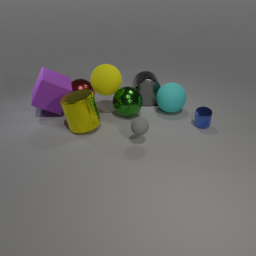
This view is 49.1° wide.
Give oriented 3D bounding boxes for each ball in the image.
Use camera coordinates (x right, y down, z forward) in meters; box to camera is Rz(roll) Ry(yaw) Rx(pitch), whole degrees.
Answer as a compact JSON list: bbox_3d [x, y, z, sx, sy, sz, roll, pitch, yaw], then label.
[{"bbox_3d":[-2.326,-1.730,13.835,1.400,1.400,1.400,0,29,0],"label":"ball"},{"bbox_3d":[0.450,-0.077,10.598,0.700,0.700,0.700,0,29,0],"label":"ball"},{"bbox_3d":[-0.020,-1.202,12.871,1.400,1.400,1.400,0,29,0],"label":"ball"},{"bbox_3d":[-0.983,-2.155,12.579,1.400,1.400,1.400,0,29,0],"label":"ball"},{"bbox_3d":[2.041,-1.432,13.212,1.400,1.400,1.400,0,29,0],"label":"ball"}]

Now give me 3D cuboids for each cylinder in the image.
[{"bbox_3d":[-1.968,-0.713,11.729,1.400,1.400,1.400,-10,28,6],"label":"cylinder"},{"bbox_3d":[3.231,-0.444,12.063,0.700,0.700,0.700,-3,44,3],"label":"cylinder"},{"bbox_3d":[0.948,-2.035,14.336,1.400,1.400,1.400,-1,29,-2],"label":"cylinder"}]

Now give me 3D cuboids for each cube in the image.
[{"bbox_3d":[-3.518,-1.706,12.912,1.400,1.400,1.400,18,27,-26],"label":"cube"}]
